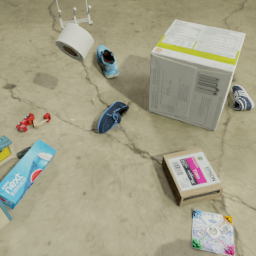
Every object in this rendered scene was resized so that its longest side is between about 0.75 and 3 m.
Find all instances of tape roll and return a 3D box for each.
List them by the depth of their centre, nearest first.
[{"bbox_3d":[-1.798,-2.899,9.498,1.092,1.092,0.750,25,79,22],"label":"tape roll"}]

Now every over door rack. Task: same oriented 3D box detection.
[{"bbox_3d":[-2.299,-5.144,11.580,1.376,1.863,0.620,-15,18,-16],"label":"over door rack"}]

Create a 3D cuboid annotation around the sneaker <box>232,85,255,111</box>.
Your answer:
[{"bbox_3d":[4.842,-1.341,12.382,0.814,0.526,1.500,-12,51,-13],"label":"sneaker"}]

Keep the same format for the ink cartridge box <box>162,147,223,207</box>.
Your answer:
[{"bbox_3d":[2.109,1.614,9.476,1.458,0.665,1.770,-12,47,-10],"label":"ink cartridge box"}]

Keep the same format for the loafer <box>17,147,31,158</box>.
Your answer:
[{"bbox_3d":[-3.604,0.809,10.456,1.105,0.348,0.397,-15,48,-14],"label":"loafer"}]

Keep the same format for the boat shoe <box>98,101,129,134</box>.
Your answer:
[{"bbox_3d":[-0.556,-0.490,11.384,0.661,0.810,1.925,16,51,20],"label":"boat shoe"}]

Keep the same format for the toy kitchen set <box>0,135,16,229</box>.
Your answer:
[{"bbox_3d":[-4.211,1.445,9.035,2.603,1.533,2.085,33,55,27],"label":"toy kitchen set"}]

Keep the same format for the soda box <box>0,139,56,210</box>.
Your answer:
[{"bbox_3d":[-3.398,1.493,9.380,0.772,0.731,2.277,35,51,-5],"label":"soda box"}]

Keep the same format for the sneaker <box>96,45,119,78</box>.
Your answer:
[{"bbox_3d":[-1.000,-3.586,14.116,0.950,1.090,2.423,-15,48,-14],"label":"sneaker"}]

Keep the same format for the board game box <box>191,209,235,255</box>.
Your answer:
[{"bbox_3d":[2.563,3.098,8.416,1.224,0.158,1.225,9,47,8],"label":"board game box"}]

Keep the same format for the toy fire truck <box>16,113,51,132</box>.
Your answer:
[{"bbox_3d":[-3.853,-0.236,11.484,0.867,0.300,1.230,20,50,18],"label":"toy fire truck"}]

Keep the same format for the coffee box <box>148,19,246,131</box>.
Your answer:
[{"bbox_3d":[2.735,-2.226,11.520,2.966,2.961,2.933,18,49,16],"label":"coffee box"}]
